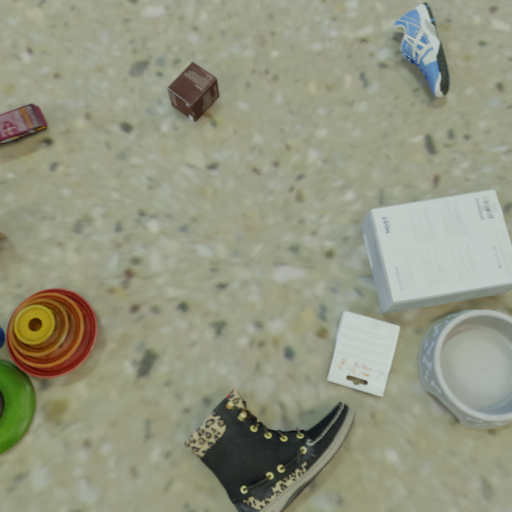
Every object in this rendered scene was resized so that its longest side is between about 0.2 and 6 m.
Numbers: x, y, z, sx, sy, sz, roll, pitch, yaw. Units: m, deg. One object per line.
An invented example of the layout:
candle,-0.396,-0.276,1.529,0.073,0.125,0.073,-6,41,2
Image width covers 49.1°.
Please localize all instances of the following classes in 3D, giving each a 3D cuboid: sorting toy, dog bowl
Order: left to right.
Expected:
sorting toy,-3.794,1.571,8.311,1.766,1.207,2.939,38,77,10
dog bowl,3.494,1.692,8.626,1.894,0.555,1.894,0,73,-1

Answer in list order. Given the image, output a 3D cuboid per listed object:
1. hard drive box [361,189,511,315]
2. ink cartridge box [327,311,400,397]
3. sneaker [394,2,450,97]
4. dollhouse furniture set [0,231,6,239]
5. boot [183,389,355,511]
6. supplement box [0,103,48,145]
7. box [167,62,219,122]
hard drive box,2.922,-0.060,9.018,2.070,0.795,1.613,-8,73,-3
ink cartridge box,1.693,1.537,8.863,0.923,0.285,1.138,16,83,4
sneaker,3.073,-3.690,10.284,0.702,0.690,1.822,-17,73,19
dollhouse furniture set,-5.783,-0.218,9.004,2.501,1.627,2.297,41,77,-10
boot,0.193,2.616,8.213,1.684,0.818,2.237,43,85,9
supplement box,-4.219,-2.285,9.778,0.970,0.535,0.415,-22,102,-7
box,-1.108,-2.923,9.997,0.587,0.593,0.715,38,77,10
